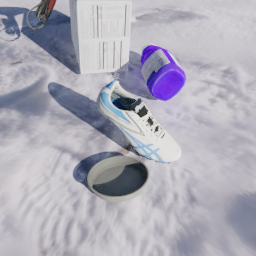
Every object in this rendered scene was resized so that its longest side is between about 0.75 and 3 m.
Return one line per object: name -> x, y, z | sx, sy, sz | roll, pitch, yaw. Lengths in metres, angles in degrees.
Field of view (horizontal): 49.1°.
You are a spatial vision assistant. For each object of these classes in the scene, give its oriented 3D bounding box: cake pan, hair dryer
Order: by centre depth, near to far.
cake pan -> -0.187, 1.021, 5.631 | 1.254, 0.230, 1.254 | -3, 31, 2
hair dryer -> -2.346, -4.558, 8.751 | 0.752, 2.107, 2.767 | 36, 59, 0

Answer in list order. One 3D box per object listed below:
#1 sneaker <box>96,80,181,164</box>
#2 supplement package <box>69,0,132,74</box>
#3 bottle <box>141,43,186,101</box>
sneaker -> 0.286, -0.094, 6.091 | 2.297, 0.833, 0.826 | 41, 52, -2
supplement package -> -1.053, -3.537, 9.516 | 1.620, 2.276, 2.922 | -6, 40, -12
bottle -> 0.920, -1.845, 8.493 | 0.847, 1.083, 2.594 | 32, 24, -27
